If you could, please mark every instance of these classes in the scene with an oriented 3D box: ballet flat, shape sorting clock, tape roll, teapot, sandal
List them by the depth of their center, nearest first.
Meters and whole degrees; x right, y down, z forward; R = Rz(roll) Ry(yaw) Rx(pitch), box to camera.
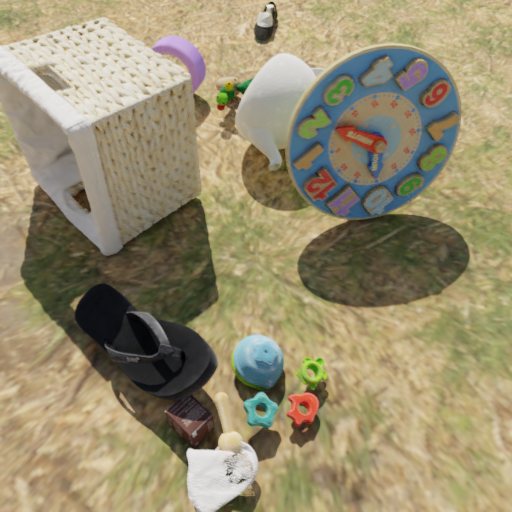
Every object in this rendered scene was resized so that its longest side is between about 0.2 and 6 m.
[{"bbox_3d":[-1.812,1.227,8.276,2.840,0.608,1.080,22,72,33],"label":"sandal"},{"bbox_3d":[2.080,-2.007,9.754,3.234,3.234,0.634,-8,39,-7],"label":"shape sorting clock"},{"bbox_3d":[0.698,-2.978,11.477,1.531,2.096,2.069,35,21,7],"label":"teapot"},{"bbox_3d":[-1.872,-4.369,13.033,1.356,1.356,0.445,15,52,13],"label":"tape roll"},{"bbox_3d":[0.257,-6.526,15.458,0.549,0.552,1.614,9,50,4],"label":"ballet flat"}]

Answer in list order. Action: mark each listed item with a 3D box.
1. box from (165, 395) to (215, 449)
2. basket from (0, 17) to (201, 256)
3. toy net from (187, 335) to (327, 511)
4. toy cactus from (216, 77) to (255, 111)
[{"bbox_3d":[-0.923,2.292,7.836,0.532,0.441,0.437,35,57,26],"label":"box"},{"bbox_3d":[-2.764,-2.238,10.045,2.381,2.961,2.935,-36,59,-25],"label":"basket"},{"bbox_3d":[-0.036,2.360,7.785,1.418,0.522,2.703,30,56,-1],"label":"toy net"},{"bbox_3d":[-0.284,-3.838,13.054,1.961,1.003,1.618,-38,40,-25],"label":"toy cactus"}]
